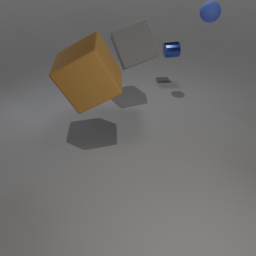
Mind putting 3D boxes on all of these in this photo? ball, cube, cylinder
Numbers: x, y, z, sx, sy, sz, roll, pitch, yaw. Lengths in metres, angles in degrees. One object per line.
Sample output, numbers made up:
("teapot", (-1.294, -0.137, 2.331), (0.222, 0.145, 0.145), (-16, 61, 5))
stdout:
("ball", (2.801, -3.957, 9.532), (0.700, 0.700, 0.700), (0, 32, 0))
("cube", (0.231, -3.132, 10.685), (1.400, 1.400, 1.400), (-22, 11, 0))
("cube", (-1.098, -1.527, 7.746), (1.400, 1.400, 1.400), (-24, 35, 15))
("cylinder", (2.061, -3.698, 13.243), (0.700, 0.700, 0.700), (-6, 33, -3))
